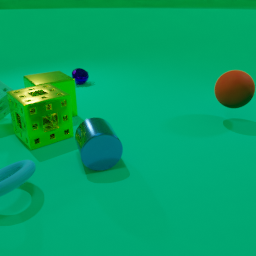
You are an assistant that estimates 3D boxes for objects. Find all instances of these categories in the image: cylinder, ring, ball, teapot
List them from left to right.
[{"bbox_3d":[-2.430,1.018,5.563,1.240,0.248,1.240,-21,16,6],"label":"ring"},{"bbox_3d":[-2.222,-2.283,12.694,0.790,0.622,1.271,42,47,7],"label":"teapot"},{"bbox_3d":[-0.719,0.368,6.723,0.976,0.976,0.976,-8,27,-16],"label":"cylinder"},{"bbox_3d":[3.299,-1.195,8.688,1.177,1.177,1.177,0,26,0],"label":"ball"}]

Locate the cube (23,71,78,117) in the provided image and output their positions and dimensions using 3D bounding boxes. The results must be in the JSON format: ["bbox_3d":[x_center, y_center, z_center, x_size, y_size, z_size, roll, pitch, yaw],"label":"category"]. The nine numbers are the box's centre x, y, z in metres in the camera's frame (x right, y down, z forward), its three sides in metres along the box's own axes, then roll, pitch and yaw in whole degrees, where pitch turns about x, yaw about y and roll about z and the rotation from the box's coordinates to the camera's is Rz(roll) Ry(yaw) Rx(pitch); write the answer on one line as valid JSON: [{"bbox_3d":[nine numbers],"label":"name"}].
[{"bbox_3d":[-2.579,-1.068,9.350,1.301,1.301,1.301,-16,30,-31],"label":"cube"}]

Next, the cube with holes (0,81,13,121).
[{"bbox_3d":[-4.186,-0.873,8.621,0.942,0.942,0.942,34,58,7],"label":"cube with holes"}]

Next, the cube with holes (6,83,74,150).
[{"bbox_3d":[-2.455,-0.376,7.892,1.283,1.283,1.283,-19,32,-35],"label":"cube with holes"}]
